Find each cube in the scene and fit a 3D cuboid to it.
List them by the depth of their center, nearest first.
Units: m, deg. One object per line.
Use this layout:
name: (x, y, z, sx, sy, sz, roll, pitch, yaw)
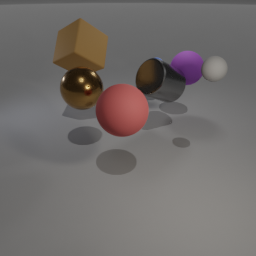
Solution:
cube: (-1.776, -2.963, 10.558, 1.400, 1.400, 1.400, -9, -21, 42)

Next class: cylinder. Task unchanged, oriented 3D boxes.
cylinder: (1.240, -1.769, 10.610, 1.400, 1.400, 1.400, 10, 13, -47)

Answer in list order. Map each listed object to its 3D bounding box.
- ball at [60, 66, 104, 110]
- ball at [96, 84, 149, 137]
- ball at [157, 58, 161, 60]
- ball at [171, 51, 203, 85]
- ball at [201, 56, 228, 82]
ball: (-1.497, -1.286, 9.102, 1.400, 1.400, 1.400, 0, 28, 0)
ball: (-0.155, -0.465, 7.418, 1.400, 1.400, 1.400, 0, 28, 0)
ball: (1.326, -2.940, 13.118, 0.700, 0.700, 0.700, 0, 28, 0)
ball: (2.458, -2.492, 11.673, 1.400, 1.400, 1.400, 0, 28, 0)
ball: (2.379, -1.628, 7.737, 0.700, 0.700, 0.700, 0, 28, 0)
